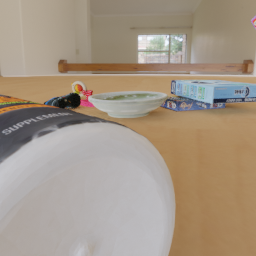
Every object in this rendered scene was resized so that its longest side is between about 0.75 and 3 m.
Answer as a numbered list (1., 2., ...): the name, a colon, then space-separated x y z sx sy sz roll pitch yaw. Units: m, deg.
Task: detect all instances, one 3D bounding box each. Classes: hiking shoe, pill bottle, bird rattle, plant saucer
1. hiking shoe: -2.595 -1.083 11.217 0.767 0.658 1.769 8 15 27
2. pill bottle: -1.132 0.482 2.558 1.540 1.540 2.898 -11 16 -40
3. bird rattle: -2.378 -1.859 14.037 1.264 1.030 0.712 -2 28 36
4. plant saucer: 0.008 -0.833 9.960 2.800 0.703 2.800 -1 14 0

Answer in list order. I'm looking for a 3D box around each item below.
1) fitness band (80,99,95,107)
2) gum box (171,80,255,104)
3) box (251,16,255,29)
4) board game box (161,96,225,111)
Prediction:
1. fitness band: -1.567 -1.134 12.433 0.981 0.256 1.366 -13 17 -36
2. gum box: 3.561 -1.544 11.371 2.517 0.660 2.963 -4 14 -20
3. box: 3.366 -2.343 6.178 0.278 0.973 1.423 -27 -5 -3
4. board game box: 2.633 -1.086 11.784 2.355 0.408 1.596 -5 14 -22
